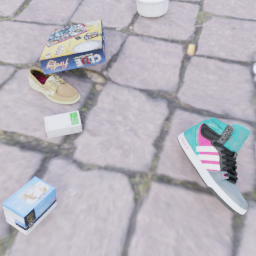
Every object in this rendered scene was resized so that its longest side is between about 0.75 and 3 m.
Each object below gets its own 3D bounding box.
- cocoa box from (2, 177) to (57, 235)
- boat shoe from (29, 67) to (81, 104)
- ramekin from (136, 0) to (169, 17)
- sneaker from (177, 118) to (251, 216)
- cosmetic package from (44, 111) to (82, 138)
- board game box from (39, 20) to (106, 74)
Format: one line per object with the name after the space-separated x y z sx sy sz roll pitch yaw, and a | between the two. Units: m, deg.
-1.931 1.525 5.596 0.586 0.576 0.878 22 38 20 | cocoa box
-2.204 -1.244 8.144 1.797 0.596 0.665 22 54 17 | boat shoe
0.962 -4.892 10.990 1.331 0.649 1.331 -3 45 3 | ramekin
2.196 0.611 6.138 1.380 0.956 2.285 -43 52 18 | sneaker
-1.689 -0.089 7.339 0.897 0.380 0.483 -12 60 -11 | cosmetic package
-1.638 -2.624 8.790 1.799 0.459 2.655 -10 37 2 | board game box
